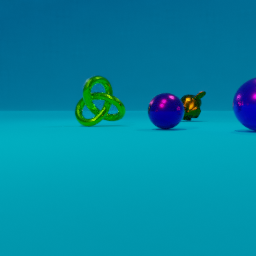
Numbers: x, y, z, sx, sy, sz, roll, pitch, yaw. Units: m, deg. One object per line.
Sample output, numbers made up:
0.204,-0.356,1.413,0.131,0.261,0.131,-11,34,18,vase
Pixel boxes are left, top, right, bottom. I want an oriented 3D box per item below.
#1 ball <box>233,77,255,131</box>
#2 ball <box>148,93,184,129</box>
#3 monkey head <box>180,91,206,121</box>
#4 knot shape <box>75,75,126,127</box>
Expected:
3.100,-0.550,6.482,1.273,1.273,1.273,0,4,0,ball
0.979,-0.437,7.258,0.943,0.943,0.943,0,4,0,ball
2.509,-0.975,12.120,1.311,1.098,1.823,15,-26,-36,monkey head
-0.900,-0.860,8.653,1.608,1.505,0.743,-5,14,-2,knot shape
